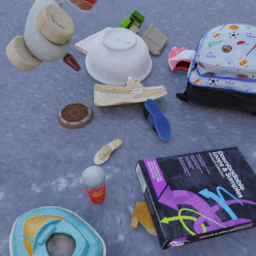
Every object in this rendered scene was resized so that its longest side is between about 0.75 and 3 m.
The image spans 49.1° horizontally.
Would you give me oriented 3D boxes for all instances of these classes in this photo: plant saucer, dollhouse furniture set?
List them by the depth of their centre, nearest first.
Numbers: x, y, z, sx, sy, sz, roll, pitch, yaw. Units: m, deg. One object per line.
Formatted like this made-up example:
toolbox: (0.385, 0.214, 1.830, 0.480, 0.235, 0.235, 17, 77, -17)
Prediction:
plant saucer: (-1.705, -0.450, 9.053, 1.180, 0.189, 1.180, -1, 47, 1)
dollhouse furniture set: (0.572, -3.803, 11.959, 1.971, 0.989, 1.291, 37, 59, -6)

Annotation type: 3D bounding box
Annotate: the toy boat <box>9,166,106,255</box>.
toy boat: (-1.286, 2.025, 6.071, 2.184, 1.207, 2.598, 21, 51, 19)

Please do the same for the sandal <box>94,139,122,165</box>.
sandal: (-0.588, 0.580, 7.983, 0.392, 0.352, 1.069, 33, 55, 27)

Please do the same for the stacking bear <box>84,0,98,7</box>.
stacking bear: (-1.579, -4.181, 8.470, 0.892, 0.952, 1.568, 24, 12, 39)

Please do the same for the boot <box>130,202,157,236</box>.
boot: (0.562, 2.106, 6.565, 0.968, 0.341, 0.693, 11, 55, 18)

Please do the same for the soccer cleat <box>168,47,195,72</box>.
soccer cleat: (2.792, -2.581, 10.673, 2.516, 0.839, 0.962, 0, 64, 0)

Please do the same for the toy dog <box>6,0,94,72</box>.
toy dog: (-1.521, -2.410, 6.436, 1.952, 1.425, 2.959, -5, 59, 44)

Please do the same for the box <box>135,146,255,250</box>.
box: (1.862, 1.524, 6.802, 2.929, 0.529, 2.094, -6, 48, -17)

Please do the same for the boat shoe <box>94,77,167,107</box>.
boat shoe: (0.070, -1.244, 9.137, 2.434, 0.842, 0.897, -8, 11, -7)

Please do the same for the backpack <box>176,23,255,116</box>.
backpack: (3.275, -2.083, 9.048, 2.897, 2.232, 2.760, 13, 55, 12)

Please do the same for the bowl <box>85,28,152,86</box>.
bowl: (-0.336, -2.861, 10.405, 2.604, 1.170, 2.604, 1, 55, -2)

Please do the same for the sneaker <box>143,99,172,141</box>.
sneaker: (0.880, -0.201, 8.660, 0.503, 0.558, 1.433, -17, 71, -17)

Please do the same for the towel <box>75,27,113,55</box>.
towel: (-0.874, -3.498, 11.759, 1.934, 0.326, 2.025, 34, 55, 28)
